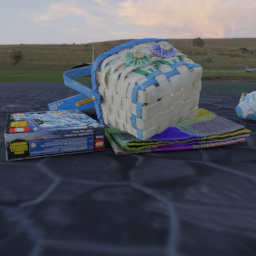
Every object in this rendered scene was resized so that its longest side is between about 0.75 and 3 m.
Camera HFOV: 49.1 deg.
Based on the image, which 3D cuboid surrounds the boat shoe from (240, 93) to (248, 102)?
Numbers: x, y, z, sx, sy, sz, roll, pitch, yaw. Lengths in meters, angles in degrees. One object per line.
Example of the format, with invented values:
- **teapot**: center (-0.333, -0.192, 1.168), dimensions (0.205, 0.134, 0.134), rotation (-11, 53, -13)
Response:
- **boat shoe**: center (5.398, -1.195, 12.246), dimensions (0.672, 0.580, 1.843), rotation (1, 11, 4)

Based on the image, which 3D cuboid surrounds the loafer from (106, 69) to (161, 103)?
- **loafer**: center (0.608, -1.061, 7.853), dimensions (2.843, 1.069, 0.990), rotation (-5, -28, -19)

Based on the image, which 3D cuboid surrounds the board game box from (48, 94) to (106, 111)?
- **board game box**: center (-1.441, -0.904, 9.616), dimensions (1.861, 0.520, 1.822), rotation (-15, 6, 18)

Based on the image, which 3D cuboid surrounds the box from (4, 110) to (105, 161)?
- **box**: center (-1.722, 0.031, 6.202), dimensions (1.787, 0.521, 2.610), rotation (-4, 12, -21)

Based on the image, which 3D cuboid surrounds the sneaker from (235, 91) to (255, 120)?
- **sneaker**: center (4.335, -0.699, 9.086), dimensions (2.675, 0.961, 0.969), rotation (-2, -16, -46)

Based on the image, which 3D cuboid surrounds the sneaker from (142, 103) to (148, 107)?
- **sneaker**: center (0.940, -0.346, 8.138), dimensions (1.894, 0.705, 0.802), rotation (3, -4, 7)

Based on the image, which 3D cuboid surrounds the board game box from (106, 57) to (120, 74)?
- **board game box**: center (0.063, -1.929, 10.794), dimensions (2.785, 1.330, 0.417), rotation (35, -12, 36)

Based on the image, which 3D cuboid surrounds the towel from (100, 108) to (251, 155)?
- **towel**: center (0.927, -0.032, 6.312), dimensions (2.902, 0.330, 2.084), rotation (-5, 20, -14)

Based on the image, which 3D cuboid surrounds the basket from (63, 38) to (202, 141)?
- **basket**: center (0.151, -0.966, 5.805), dimensions (2.179, 1.719, 2.471), rotation (-26, 36, -31)
